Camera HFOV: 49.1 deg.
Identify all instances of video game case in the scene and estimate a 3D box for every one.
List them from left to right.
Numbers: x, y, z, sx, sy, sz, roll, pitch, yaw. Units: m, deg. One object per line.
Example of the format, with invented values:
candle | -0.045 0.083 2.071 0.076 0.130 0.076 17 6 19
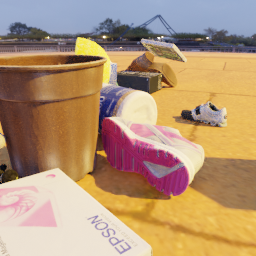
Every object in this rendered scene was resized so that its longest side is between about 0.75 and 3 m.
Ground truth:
video game case | 1.385 -2.947 10.735 1.448 0.169 1.316 22 0 34

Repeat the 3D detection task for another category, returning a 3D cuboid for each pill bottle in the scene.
pill bottle | -0.665 -0.577 8.983 1.635 1.635 2.946 -18 27 -42

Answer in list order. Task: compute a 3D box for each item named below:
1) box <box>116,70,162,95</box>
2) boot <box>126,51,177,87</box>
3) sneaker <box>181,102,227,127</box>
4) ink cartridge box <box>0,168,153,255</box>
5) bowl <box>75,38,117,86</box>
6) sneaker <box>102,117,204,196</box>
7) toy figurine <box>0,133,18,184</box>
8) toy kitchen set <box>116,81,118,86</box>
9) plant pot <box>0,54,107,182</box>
box | 0.393 -2.609 15.800 2.586 1.020 1.825 10 19 26
boot | 1.348 -3.137 17.148 2.942 1.128 2.284 30 -36 -24
sneaker | 2.824 -0.628 10.436 1.846 0.817 0.684 14 25 39
ink cartridge box | -1.721 1.704 3.962 2.997 0.649 2.943 -13 23 -37
bowl | -1.283 -2.089 11.455 1.609 2.991 2.991 3 19 -5
sneaker | 0.521 0.503 6.763 1.322 1.219 2.997 -16 33 -41
toy figurine | -2.983 0.789 5.519 0.919 1.321 1.301 -4 13 34
toy kitchen set | -0.913 -1.827 14.352 1.014 1.379 1.721 8 57 23
plant pot | -1.801 -0.274 6.551 2.692 2.665 2.692 0 20 0
